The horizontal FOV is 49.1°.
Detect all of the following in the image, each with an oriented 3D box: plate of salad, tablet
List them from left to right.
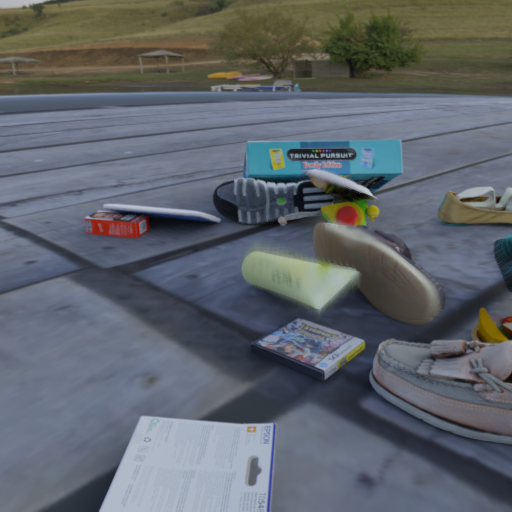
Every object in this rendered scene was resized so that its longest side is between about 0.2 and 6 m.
[{"bbox_3d":[-1.869,-0.860,11.302,2.057,0.140,1.339,5,-1,14],"label":"tablet"},{"bbox_3d":[1.545,-1.264,10.588,1.552,0.373,1.552,21,5,-2],"label":"plate of salad"}]

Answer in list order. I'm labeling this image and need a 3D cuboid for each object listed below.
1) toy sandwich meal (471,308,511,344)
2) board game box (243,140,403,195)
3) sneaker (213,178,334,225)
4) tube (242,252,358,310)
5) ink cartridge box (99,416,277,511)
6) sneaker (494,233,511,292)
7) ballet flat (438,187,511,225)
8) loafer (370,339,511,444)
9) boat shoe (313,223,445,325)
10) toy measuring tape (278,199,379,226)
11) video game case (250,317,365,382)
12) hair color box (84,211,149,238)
[{"bbox_3d":[3.215,0.937,6.675,1.292,0.443,1.292,0,20,0],"label":"toy sandwich meal"},{"bbox_3d":[1.348,-1.946,12.678,3.221,0.756,2.432,-2,-4,-4],"label":"board game box"},{"bbox_3d":[0.437,-1.152,11.963,2.527,0.948,1.459,3,6,13],"label":"sneaker"},{"bbox_3d":[0.513,0.289,7.787,0.513,0.574,1.978,14,1,-33],"label":"tube"},{"bbox_3d":[-0.490,1.817,4.571,1.277,0.259,1.274,2,20,5],"label":"ink cartridge box"},{"bbox_3d":[3.653,0.008,7.430,0.897,0.943,2.378,-38,-3,13],"label":"sneaker"},{"bbox_3d":[4.960,-1.036,11.494,2.387,0.752,0.819,-3,34,-6],"label":"ballet flat"},{"bbox_3d":[2.607,1.197,5.173,3.176,0.998,1.142,14,25,34],"label":"loafer"},{"bbox_3d":[1.812,0.089,8.102,0.882,0.979,2.722,-15,24,-21],"label":"boat shoe"},{"bbox_3d":[1.393,-0.602,10.721,1.921,0.707,0.707,-10,18,13],"label":"toy measuring tape"},{"bbox_3d":[0.628,1.085,6.730,1.042,0.133,0.941,16,26,37],"label":"video game case"},{"bbox_3d":[-2.735,-0.626,11.030,1.117,0.342,0.567,5,22,15],"label":"hair color box"}]
